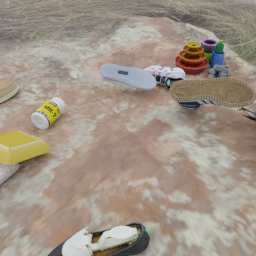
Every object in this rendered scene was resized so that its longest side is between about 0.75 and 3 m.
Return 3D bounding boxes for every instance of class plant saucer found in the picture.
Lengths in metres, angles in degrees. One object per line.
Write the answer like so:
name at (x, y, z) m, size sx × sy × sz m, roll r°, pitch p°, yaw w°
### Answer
plant saucer at (-2.787, 0.388, 6.831) m, size 1.315 × 0.319 × 1.316 m, roll 18°, pitch 20°, yaw 27°

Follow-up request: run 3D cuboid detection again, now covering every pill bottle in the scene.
pill bottle at (-2.288, -0.447, 8.147) m, size 0.563 × 0.563 × 0.986 m, roll 15°, pitch 42°, yaw 17°

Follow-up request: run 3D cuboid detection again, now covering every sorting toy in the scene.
sorting toy at (2.982, -3.008, 10.887) m, size 1.600 × 1.093 × 2.662 m, roll 27°, pitch 46°, yaw 29°

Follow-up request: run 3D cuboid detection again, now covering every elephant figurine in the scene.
elephant figurine at (3.341, -2.029, 10.107) m, size 0.776 × 0.708 × 1.000 m, roll 45°, pitch 34°, yaw 7°

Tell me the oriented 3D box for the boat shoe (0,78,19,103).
boat shoe at (-4.828, -1.144, 8.750) m, size 2.667 × 0.885 × 0.987 m, roll -23°, pitch 44°, yaw -26°

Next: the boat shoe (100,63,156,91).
boat shoe at (-0.030, -1.563, 9.340) m, size 1.881 × 0.802 × 0.695 m, roll 10°, pitch 72°, yaw -7°

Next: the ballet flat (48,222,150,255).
ballet flat at (-0.549, 2.046, 4.989) m, size 1.930 × 0.660 × 0.656 m, roll -12°, pitch 42°, yaw -13°

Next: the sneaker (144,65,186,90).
sneaker at (1.268, -1.653, 9.595) m, size 1.598 × 0.621 × 1.118 m, roll -4°, pitch 38°, yaw -3°

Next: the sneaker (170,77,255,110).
sneaker at (2.398, -0.921, 8.052) m, size 2.253 × 0.790 × 1.222 m, roll 6°, pitch -6°, yaw 17°

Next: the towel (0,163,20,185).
towel at (-3.944, 0.902, 6.605) m, size 2.386 × 0.411 × 1.581 m, roll 20°, pitch 44°, yaw 22°

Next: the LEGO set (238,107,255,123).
LEGO set at (4.234, 0.105, 7.036) m, size 2.153 × 1.622 × 2.800 m, roll 17°, pitch 24°, yaw -7°
